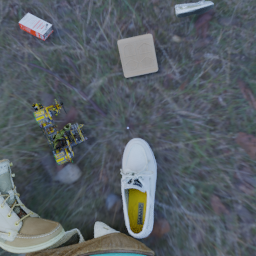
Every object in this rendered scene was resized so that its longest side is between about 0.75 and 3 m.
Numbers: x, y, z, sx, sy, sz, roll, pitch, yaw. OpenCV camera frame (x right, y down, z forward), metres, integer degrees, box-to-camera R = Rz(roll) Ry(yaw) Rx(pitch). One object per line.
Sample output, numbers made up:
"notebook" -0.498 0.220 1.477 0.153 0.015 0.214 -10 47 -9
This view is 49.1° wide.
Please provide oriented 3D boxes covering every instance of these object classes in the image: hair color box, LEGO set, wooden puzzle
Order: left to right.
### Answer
"hair color box" -2.668 -2.947 8.149 0.831 0.266 0.461 28 66 7
"LEGO set" -1.513 -0.002 6.683 0.925 1.227 1.596 -24 100 -10
"wooden puzzle" 0.276 -2.003 7.798 0.970 0.243 1.048 -12 99 0

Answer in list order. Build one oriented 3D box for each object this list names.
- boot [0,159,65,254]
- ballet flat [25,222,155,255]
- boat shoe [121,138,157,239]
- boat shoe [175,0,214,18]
"boot" -2.465 1.574 5.931 2.304 0.830 1.782 -2 98 24
"ballet flat" -0.950 2.693 6.152 2.962 1.004 1.071 -15 42 2
"boat shoe" 0.181 1.285 6.440 0.875 1.010 2.368 -1 71 10
"boat shoe" 1.893 -3.457 8.006 1.080 0.398 0.346 -11 85 9
